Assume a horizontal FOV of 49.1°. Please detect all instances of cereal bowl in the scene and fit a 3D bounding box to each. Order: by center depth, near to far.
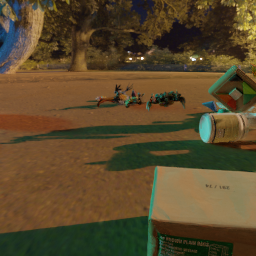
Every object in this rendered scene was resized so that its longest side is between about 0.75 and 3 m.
[{"bbox_3d":[4.816,-0.263,11.028,1.273,0.530,1.273,-1,12,0],"label":"cereal bowl"}]

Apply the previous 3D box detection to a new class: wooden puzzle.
[{"bbox_3d":[4.433,-1.466,11.455,1.885,2.794,0.327,38,42,6],"label":"wooden puzzle"}]

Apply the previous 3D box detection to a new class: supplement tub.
[{"bbox_3d":[3.133,-0.009,9.202,1.333,0.967,0.967,-2,15,-7],"label":"supplement tub"}]

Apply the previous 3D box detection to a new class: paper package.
[{"bbox_3d":[1.253,1.331,4.065,1.852,0.958,1.765,3,15,8],"label":"paper package"}]

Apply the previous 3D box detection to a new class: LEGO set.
[{"bbox_3d":[1.189,-1.187,10.825,1.786,0.779,2.750,-15,-15,36],"label":"LEGO set"}]

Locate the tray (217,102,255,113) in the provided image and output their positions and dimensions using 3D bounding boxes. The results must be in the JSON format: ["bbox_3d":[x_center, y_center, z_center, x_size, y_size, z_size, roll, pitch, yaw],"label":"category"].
[{"bbox_3d":[5.325,-0.897,13.632,1.880,0.209,1.010,12,-9,39],"label":"tray"}]

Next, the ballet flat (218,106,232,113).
[{"bbox_3d":[4.590,-0.793,12.781,0.675,0.706,2.005,9,17,31],"label":"ballet flat"}]

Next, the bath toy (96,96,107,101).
[{"bbox_3d":[-1.727,-1.856,17.723,0.831,0.361,0.307,5,37,36],"label":"bath toy"}]

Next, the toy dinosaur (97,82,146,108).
[{"bbox_3d":[-0.318,-1.874,16.341,2.584,1.357,2.345,-10,-7,10],"label":"toy dinosaur"}]
